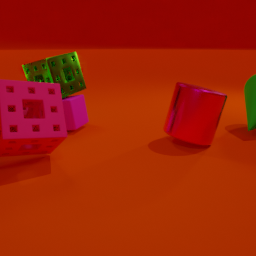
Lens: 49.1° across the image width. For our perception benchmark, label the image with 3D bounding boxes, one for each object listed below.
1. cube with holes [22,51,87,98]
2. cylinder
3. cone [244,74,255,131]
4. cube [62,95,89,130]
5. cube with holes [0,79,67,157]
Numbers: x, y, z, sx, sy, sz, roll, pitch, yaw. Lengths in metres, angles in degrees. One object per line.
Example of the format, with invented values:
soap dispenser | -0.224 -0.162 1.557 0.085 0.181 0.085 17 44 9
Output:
cube with holes | -2.223 -1.548 8.546 1.174 1.174 1.174 -2 20 38
cylinder | 1.727 -0.392 7.304 1.331 1.331 1.331 13 14 -3
cone | 3.796 -0.448 7.999 1.679 1.679 1.685 16 51 42
cube | -1.844 -0.461 8.505 0.889 0.889 0.889 -4 15 19
cube with holes | -2.168 -0.164 6.014 1.224 1.224 1.224 -1 -20 -33
